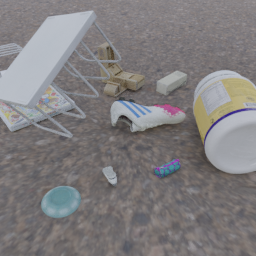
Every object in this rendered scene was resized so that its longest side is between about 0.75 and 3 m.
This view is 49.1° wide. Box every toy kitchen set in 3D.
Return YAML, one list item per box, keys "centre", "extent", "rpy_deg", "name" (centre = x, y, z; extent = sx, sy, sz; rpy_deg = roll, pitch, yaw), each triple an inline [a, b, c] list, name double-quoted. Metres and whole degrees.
- centre: [-0.499, -2.489, 11.958]
  extent: [1.915, 1.728, 1.563]
  rpy_deg: [19, 42, 29]
  name: "toy kitchen set"

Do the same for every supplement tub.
- centre: [3.234, -0.319, 8.745]
  extent: [2.161, 2.161, 2.973]
  rpy_deg: [1, 37, 1]
  name: "supplement tub"

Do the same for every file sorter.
- centre: [-5.242, -2.888, 12.581]
  extent: [1.500, 1.346, 2.162]
  rpy_deg: [-22, 33, -25]
  name: "file sorter"
- centre: [-1.801, -1.380, 7.531]
  extent: [1.968, 1.766, 2.836]
  rpy_deg: [13, 66, 41]
  name: "file sorter"

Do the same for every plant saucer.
- centre: [-1.790, 1.890, 7.466]
  extent: [1.054, 0.203, 1.054]
  rpy_deg: [1, 37, 0]
  name: "plant saucer"

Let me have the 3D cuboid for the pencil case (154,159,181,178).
- centre: [1.171, 1.189, 8.258]
  extent: [0.773, 0.357, 0.329]
  rpy_deg: [-20, 41, -26]
  name: "pencil case"

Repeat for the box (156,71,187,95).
- centre: [1.932, -1.995, 12.333]
  extent: [1.472, 0.503, 0.605]
  rpy_deg: [-31, 47, -34]
  name: "box"

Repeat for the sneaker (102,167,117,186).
- centre: [-0.518, 1.378, 8.084]
  extent: [0.315, 0.332, 0.825]
  rpy_deg: [-21, 21, -8]
  name: "sneaker"

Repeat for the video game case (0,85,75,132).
- centre: [-3.941, -1.094, 11.288]
  extent: [2.585, 0.325, 2.841]
  rpy_deg: [-25, 44, -29]
  name: "video game case"

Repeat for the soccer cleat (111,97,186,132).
- centre: [0.681, -0.294, 9.943]
  extent: [2.667, 0.932, 1.152]
  rpy_deg: [9, 66, 0]
  name: "soccer cleat"
